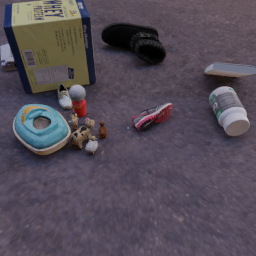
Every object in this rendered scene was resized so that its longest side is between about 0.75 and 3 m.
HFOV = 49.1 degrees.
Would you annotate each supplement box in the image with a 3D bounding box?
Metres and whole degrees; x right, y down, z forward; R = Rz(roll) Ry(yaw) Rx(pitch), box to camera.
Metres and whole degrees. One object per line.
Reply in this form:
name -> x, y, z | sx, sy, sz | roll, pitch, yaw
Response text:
supplement box -> -3.014, -3.328, 11.346 | 2.988, 2.991, 2.008 | -11, 47, -11

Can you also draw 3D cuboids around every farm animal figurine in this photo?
farm animal figurine -> -1.532, 0.033, 9.625 | 1.522, 0.794, 1.505 | 16, 48, 15

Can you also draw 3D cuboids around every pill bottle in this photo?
pill bottle -> 3.657, -0.615, 10.124 | 0.981, 0.981, 1.736 | -4, 45, -4

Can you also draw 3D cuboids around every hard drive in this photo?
hard drive -> 4.031, -2.323, 11.325 | 1.534, 0.306, 2.326 | 7, 8, 7

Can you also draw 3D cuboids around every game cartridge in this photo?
game cartridge -> -4.577, -3.641, 13.412 | 2.827, 0.572, 1.885 | -13, 51, -13

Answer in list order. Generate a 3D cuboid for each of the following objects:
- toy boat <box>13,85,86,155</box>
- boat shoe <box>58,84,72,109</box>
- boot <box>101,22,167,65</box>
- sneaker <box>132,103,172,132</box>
toy boat -> -2.602, -0.445, 9.744 | 2.776, 1.290, 2.334 | -36, 55, -29
boat shoe -> -2.568, -1.264, 11.131 | 0.484, 0.443, 1.295 | -18, 49, -17
boot -> 0.227, -4.024, 13.321 | 3.018, 1.136, 2.256 | -2, 46, -3
sneaker -> 0.931, -0.526, 10.258 | 1.693, 0.683, 0.632 | -27, 49, -23
